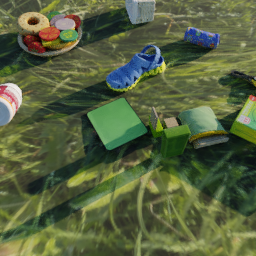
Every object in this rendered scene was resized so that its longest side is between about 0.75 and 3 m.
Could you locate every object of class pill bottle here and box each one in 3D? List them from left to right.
[{"bbox_3d":[-3.658,-0.759,8.234,0.874,0.874,1.548,-5,27,-4],"label":"pill bottle"}]

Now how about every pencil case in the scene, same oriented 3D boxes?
[{"bbox_3d":[2.894,-3.526,10.902,1.384,0.540,0.601,19,85,13],"label":"pencil case"}]

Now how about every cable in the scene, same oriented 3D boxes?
[{"bbox_3d":[4.271,-1.783,9.744,0.643,0.333,1.323,-38,62,-25],"label":"cable"}]

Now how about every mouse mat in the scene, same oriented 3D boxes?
[{"bbox_3d":[-0.355,-0.173,8.577,1.410,0.066,1.752,-25,54,-12],"label":"mouse mat"}]

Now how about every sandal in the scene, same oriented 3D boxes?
[{"bbox_3d":[0.266,-2.113,9.572,2.389,1.040,0.950,-34,62,-21],"label":"sandal"}]

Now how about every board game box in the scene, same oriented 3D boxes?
[{"bbox_3d":[4.439,0.098,8.176,2.460,0.586,1.249,29,58,20],"label":"board game box"}]

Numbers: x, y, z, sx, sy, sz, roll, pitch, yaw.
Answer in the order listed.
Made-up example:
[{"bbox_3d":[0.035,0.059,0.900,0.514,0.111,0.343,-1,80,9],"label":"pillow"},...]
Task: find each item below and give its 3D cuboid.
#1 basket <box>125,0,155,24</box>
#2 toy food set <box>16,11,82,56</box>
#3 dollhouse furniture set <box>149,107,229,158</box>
[{"bbox_3d":[0.499,-5.324,11.950,0.963,1.058,1.561,-9,54,-9],"label":"basket"},{"bbox_3d":[-3.065,-3.795,11.060,2.560,0.629,2.586,-12,54,-9],"label":"toy food set"},{"bbox_3d":[1.814,-0.175,8.079,2.134,1.071,1.398,-12,54,-9],"label":"dollhouse furniture set"}]
